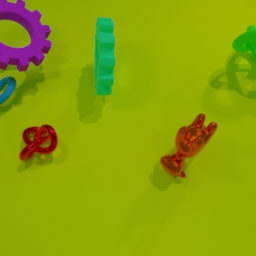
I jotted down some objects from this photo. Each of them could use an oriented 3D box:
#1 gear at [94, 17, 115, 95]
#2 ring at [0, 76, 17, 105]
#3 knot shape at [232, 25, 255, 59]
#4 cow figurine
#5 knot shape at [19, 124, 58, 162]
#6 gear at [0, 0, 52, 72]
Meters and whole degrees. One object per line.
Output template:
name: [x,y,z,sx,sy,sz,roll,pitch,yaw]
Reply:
gear: [-0.671,-1.928,7.698,0.376,2.033,2.033,-1,63,-10]
ring: [-3.653,-1.062,8.095,1.059,0.212,1.059,-20,48,23]
knot shape: [4.012,-2.293,8.047,1.729,0.854,1.847,34,25,20]
cow figurine: [1.468,0.506,6.984,0.826,1.481,1.505,40,56,21]
knot shape: [-2.282,0.328,7.289,1.119,0.553,1.196,-13,44,26]
gear: [-3.142,-2.560,7.581,2.062,0.381,2.062,11,68,-29]
